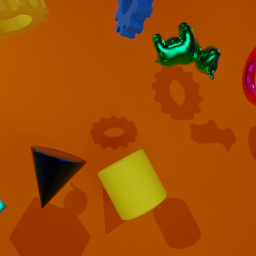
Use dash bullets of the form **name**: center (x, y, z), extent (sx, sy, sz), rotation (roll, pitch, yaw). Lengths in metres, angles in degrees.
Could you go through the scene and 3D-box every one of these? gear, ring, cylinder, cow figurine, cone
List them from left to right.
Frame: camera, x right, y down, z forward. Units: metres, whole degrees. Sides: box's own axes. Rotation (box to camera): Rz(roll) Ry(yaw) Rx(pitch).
- **gear**: center (-2.014, -1.908, 4.833), extent (1.246, 1.246, 0.230), rotation (-22, 95, -6)
- **cone**: center (-1.450, 0.999, 5.253), extent (1.067, 1.067, 1.071), rotation (17, 89, 5)
- **cylinder**: center (0.076, 0.985, 4.950), extent (0.917, 0.917, 0.917), rotation (-28, 86, -8)
- **gear**: center (0.170, -2.749, 5.777), extent (0.314, 1.695, 1.695), rotation (9, 72, -21)
- **cow figurine**: center (1.142, -1.399, 5.443), extent (1.215, 0.667, 1.195), rotation (-19, 116, 12)
- **ring**: center (2.626, -1.057, 5.388), extent (0.257, 1.286, 1.286), rotation (5, 73, -10)

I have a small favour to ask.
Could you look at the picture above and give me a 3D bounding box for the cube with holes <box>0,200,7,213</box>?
- **cube with holes**: center (-3.200, 1.398, 4.950), extent (1.246, 1.246, 1.246), rotation (51, 60, -19)
